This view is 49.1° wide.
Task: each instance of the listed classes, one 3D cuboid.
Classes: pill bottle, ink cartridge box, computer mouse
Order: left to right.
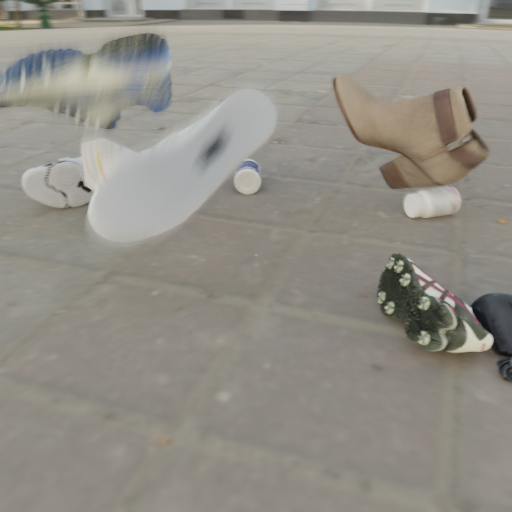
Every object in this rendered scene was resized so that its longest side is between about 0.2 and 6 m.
[{"bbox_3d":[-2.509,-1.482,9.827,1.144,0.828,0.480,26,37,29],"label":"ink cartridge box"},{"bbox_3d":[-0.164,-1.638,11.328,0.522,0.522,0.940,0,27,1],"label":"pill bottle"},{"bbox_3d":[3.133,-0.946,10.002,0.883,0.500,0.500,-9,28,-17],"label":"pill bottle"},{"bbox_3d":[3.101,0.841,6.624,1.083,0.412,1.564,-4,28,-6],"label":"computer mouse"}]

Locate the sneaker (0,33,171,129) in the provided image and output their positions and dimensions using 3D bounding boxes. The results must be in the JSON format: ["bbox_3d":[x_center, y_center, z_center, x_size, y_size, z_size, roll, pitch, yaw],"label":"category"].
[{"bbox_3d":[-2.827,-2.618,9.173,3.067,1.306,1.182,-6,42,7],"label":"sneaker"}]

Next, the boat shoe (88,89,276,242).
[{"bbox_3d":[-1.008,-1.172,7.503,2.915,1.034,1.018,-45,13,-21],"label":"boat shoe"}]

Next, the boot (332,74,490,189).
[{"bbox_3d":[2.660,-2.323,9.474,1.893,2.589,0.909,-23,17,44],"label":"boot"}]

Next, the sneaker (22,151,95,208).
[{"bbox_3d":[-3.406,-1.575,10.884,2.322,0.873,1.335,-11,28,-31],"label":"sneaker"}]

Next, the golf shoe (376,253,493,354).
[{"bbox_3d":[2.113,0.626,6.959,0.837,0.734,1.901,17,22,-18],"label":"golf shoe"}]
